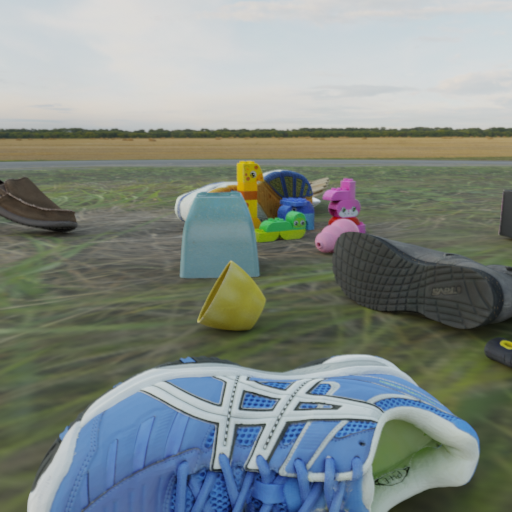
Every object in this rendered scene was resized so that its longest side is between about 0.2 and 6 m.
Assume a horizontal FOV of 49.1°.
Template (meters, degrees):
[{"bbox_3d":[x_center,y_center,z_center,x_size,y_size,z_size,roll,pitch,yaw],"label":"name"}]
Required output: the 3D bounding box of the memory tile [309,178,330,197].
[{"bbox_3d":[1.150,-1.656,14.363,1.438,0.158,1.876,-12,13,16],"label":"memory tile"}]

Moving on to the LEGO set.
[{"bbox_3d":[0.303,-1.034,10.213,3.334,1.368,1.272,-7,13,-28],"label":"LEGO set"}]

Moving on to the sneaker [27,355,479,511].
[{"bbox_3d":[0.085,0.880,2.521,2.073,0.785,0.799,-8,10,-26],"label":"sneaker"}]

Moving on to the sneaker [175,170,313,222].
[{"bbox_3d":[-0.218,-1.190,11.491,3.078,1.159,1.357,-9,15,-38],"label":"sneaker"}]

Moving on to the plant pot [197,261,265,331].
[{"bbox_3d":[-0.192,0.443,5.252,0.465,0.656,0.656,29,10,-7],"label":"plant pot"}]

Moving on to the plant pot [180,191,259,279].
[{"bbox_3d":[-0.494,-0.329,7.621,1.039,1.061,1.042,0,12,-3],"label":"plant pot"}]

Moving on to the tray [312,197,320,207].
[{"bbox_3d":[0.292,-1.432,14.441,2.006,0.414,3.737,-2,12,-6],"label":"tray"}]

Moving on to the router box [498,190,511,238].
[{"bbox_3d":[6.062,-0.477,8.601,2.700,0.924,3.620,-3,12,-14],"label":"router box"}]

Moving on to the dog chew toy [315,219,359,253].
[{"bbox_3d":[1.254,-0.281,8.844,0.826,0.514,0.514,-21,23,-41],"label":"dog chew toy"}]

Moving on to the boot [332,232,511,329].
[{"bbox_3d":[1.982,0.268,6.020,1.465,0.777,2.226,0,17,-35],"label":"boot"}]

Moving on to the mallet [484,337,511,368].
[{"bbox_3d":[2.109,0.929,3.365,0.806,0.504,2.447,-8,9,-19],"label":"mallet"}]

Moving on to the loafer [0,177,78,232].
[{"bbox_3d":[-4.457,-1.077,10.548,2.440,0.866,0.891,17,0,10],"label":"loafer"}]
